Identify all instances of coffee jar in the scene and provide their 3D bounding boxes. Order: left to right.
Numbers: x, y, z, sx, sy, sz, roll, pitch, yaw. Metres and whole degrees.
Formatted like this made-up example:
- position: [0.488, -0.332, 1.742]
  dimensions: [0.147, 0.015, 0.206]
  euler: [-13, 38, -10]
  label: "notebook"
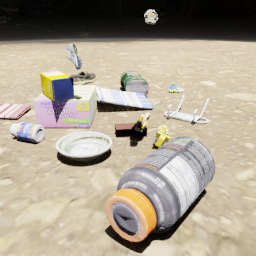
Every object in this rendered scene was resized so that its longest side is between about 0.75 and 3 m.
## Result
- position: [0.288, -2.461, 15.564]
  dimensions: [1.282, 1.049, 2.459]
  euler: [-4, 23, -9]
  label: "coffee jar"

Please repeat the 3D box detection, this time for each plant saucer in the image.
- position: [-1.382, 0.647, 8.920]
  dimensions: [1.775, 0.445, 1.775]
  euler: [0, 22, 0]
  label: "plant saucer"

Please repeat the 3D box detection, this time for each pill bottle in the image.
- position: [-3.576, 0.135, 9.906]
  dimensions: [1.119, 0.627, 0.627]
  euler: [8, 24, 19]
  label: "pill bottle"
- position: [0.740, 1.270, 6.123]
  dimensions: [1.453, 1.453, 2.735]
  euler: [16, 27, 34]
  label: "pill bottle"

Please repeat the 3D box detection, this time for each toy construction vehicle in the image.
- position: [0.924, 0.006, 9.863]
  dimensions: [1.312, 0.531, 1.506]
  euler: [30, 26, 10]
  label: "toy construction vehicle"

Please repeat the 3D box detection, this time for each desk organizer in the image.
- position: [0.118, 0.094, 10.303]
  dimensions: [1.156, 0.415, 0.445]
  euler: [-3, 25, -8]
  label: "desk organizer"

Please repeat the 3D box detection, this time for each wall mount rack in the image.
- position: [2.617, -0.823, 12.066]
  dimensions: [1.974, 0.736, 1.715]
  euler: [14, 26, 29]
  label: "wall mount rack"

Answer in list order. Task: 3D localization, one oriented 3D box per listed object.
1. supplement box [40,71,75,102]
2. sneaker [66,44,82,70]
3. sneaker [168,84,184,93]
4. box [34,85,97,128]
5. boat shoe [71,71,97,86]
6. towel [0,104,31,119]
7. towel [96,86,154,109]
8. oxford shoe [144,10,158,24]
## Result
- position: [-2.756, -1.644, 10.853]
  dimensions: [0.823, 0.828, 1.512]
  euler: [-13, 26, -30]
  label: "supplement box"
- position: [-1.921, -2.465, 9.875]
  dimensions: [0.397, 0.931, 0.359]
  euler: [-18, -3, 19]
  label: "sneaker"
- position: [2.735, -2.249, 15.796]
  dimensions: [0.923, 0.485, 0.349]
  euler: [-7, 23, -14]
  label: "sneaker"
- position: [-2.503, -0.965, 11.838]
  dimensions: [2.119, 1.165, 2.409]
  euler: [0, 22, 0]
  label: "box"
- position: [-2.780, -3.269, 17.844]
  dimensions: [0.881, 0.780, 2.406]
  euler: [10, 25, 22]
  label: "boat shoe"
- position: [-5.586, -0.722, 12.511]
  dimensions: [2.051, 0.233, 1.477]
  euler: [1, 25, 7]
  label: "towel"
- position: [-0.247, -1.459, 13.460]
  dimensions: [2.666, 0.317, 1.958]
  euler: [8, 21, -14]
  label: "towel"
- position: [0.606, -2.910, 7.234]
  dimensions: [0.367, 0.282, 0.977]
  euler: [7, 31, 1]
  label: "oxford shoe"
